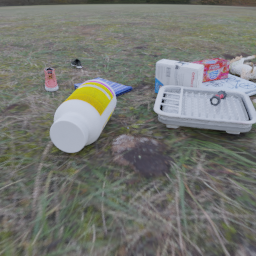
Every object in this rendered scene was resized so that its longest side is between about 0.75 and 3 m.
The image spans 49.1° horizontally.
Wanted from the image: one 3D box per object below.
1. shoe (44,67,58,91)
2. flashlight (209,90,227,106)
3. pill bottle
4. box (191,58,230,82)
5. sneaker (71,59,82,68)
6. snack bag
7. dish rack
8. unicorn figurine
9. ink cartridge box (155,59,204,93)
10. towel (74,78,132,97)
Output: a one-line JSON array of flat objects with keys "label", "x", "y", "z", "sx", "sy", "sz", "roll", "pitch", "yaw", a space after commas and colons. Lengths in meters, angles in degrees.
[{"label": "shoe", "x": -3.089, "y": -1.950, "z": 11.108, "sx": 0.494, "sy": 0.629, "sz": 1.383, "roll": -9, "pitch": 30, "yaw": -16}, {"label": "flashlight", "x": 2.760, "y": -0.904, "z": 8.458, "sx": 0.311, "sy": 0.309, "sz": 0.914, "roll": 20, "pitch": 27, "yaw": 31}, {"label": "pill bottle", "x": -1.172, "y": -0.356, "z": 7.544, "sx": 1.262, "sy": 1.262, "sz": 2.421, "roll": 6, "pitch": 29, "yaw": 10}, {"label": "box", "x": 3.273, "y": -2.324, "z": 11.241, "sx": 1.414, "sy": 0.705, "sz": 0.675, "roll": -11, "pitch": 30, "yaw": -13}, {"label": "sneaker", "x": -2.501, "y": -3.186, "z": 13.592, "sx": 0.305, "sy": 0.415, "sz": 0.916, "roll": -17, "pitch": 33, "yaw": -30}, {"label": "snack bag", "x": 3.647, "y": -1.587, "z": 10.860, "sx": 2.309, "sy": 0.247, "sz": 2.178, "roll": -16, "pitch": 32, "yaw": -21}, {"label": "dish rack", "x": 2.292, "y": -0.566, "z": 8.604, "sx": 2.850, "sy": 0.620, "sz": 2.446, "roll": 6, "pitch": 28, "yaw": 10}, {"label": "unicorn figurine", "x": 5.196, "y": -2.519, "z": 12.055, "sx": 1.723, "sy": 0.926, "sz": 2.508, "roll": -21, "pitch": 19, "yaw": -15}, {"label": "ink cartridge box", "x": 1.843, "y": -1.770, "z": 10.204, "sx": 1.607, "sy": 1.177, "sz": 0.690, "roll": 15, "pitch": 32, "yaw": 26}, {"label": "towel", "x": -0.972, "y": -1.602, "z": 10.898, "sx": 1.954, "sy": 0.233, "sz": 1.415, "roll": 23, "pitch": 35, "yaw": 35}]
